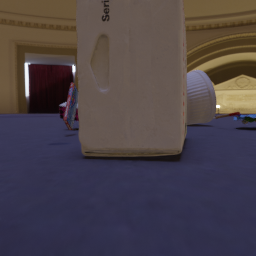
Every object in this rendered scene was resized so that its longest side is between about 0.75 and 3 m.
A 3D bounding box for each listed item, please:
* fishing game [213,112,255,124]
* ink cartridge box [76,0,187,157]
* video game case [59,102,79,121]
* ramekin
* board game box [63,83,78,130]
[{"bbox_3d":[3.486,-0.161,7.014,2.384,0.371,1.707,3,-2,-8],"label":"fishing game"},{"bbox_3d":[0.255,-0.661,3.679,1.012,1.745,2.410,0,3,13],"label":"ink cartridge box"},{"bbox_3d":[-0.247,-0.525,7.154,2.233,0.400,2.024,8,20,20],"label":"video game case"},{"bbox_3d":[1.934,-0.900,8.825,0.898,1.711,1.711,-14,7,-13],"label":"ramekin"},{"bbox_3d":[-1.057,-0.405,5.241,0.077,0.794,0.409,3,-27,5],"label":"board game box"}]
